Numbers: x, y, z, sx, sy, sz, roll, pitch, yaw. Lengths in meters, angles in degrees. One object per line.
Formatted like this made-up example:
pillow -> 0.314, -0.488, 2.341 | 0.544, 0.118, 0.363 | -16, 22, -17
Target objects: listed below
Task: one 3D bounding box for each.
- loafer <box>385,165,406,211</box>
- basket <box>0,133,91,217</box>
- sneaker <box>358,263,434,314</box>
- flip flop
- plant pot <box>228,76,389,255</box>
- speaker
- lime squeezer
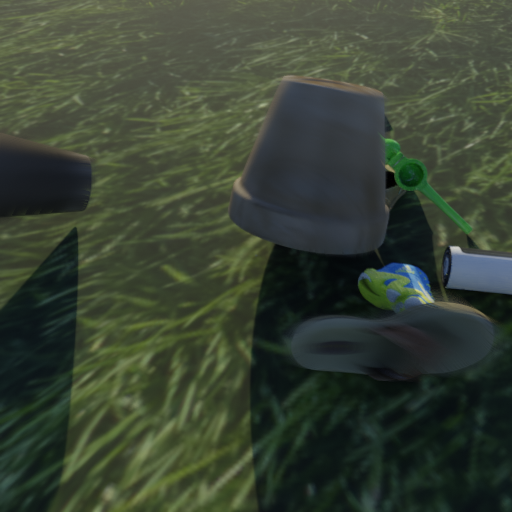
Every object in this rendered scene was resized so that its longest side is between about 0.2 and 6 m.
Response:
loafer -> 2.682, -1.492, 11.274 | 0.708, 0.628, 1.862 | 17, 46, 17
basket -> -4.102, -1.409, 10.264 | 1.903, 1.294, 1.716 | 3, 68, -31
sneaker -> 2.599, 0.647, 8.917 | 1.007, 0.726, 1.917 | -29, 49, -28
flip flop -> 1.881, 1.306, 7.822 | 2.783, 1.128, 0.801 | -2, 23, 5
plant pot -> 1.047, -1.670, 9.504 | 2.822, 2.449, 2.822 | 7, 23, -3
speaker -> 4.063, 0.277, 9.329 | 1.769, 0.718, 0.718 | 6, 43, 7
lime squeezer -> 2.857, -1.611, 11.017 | 0.622, 1.165, 3.300 | -37, 55, -5
